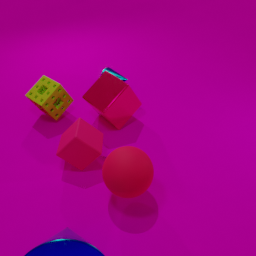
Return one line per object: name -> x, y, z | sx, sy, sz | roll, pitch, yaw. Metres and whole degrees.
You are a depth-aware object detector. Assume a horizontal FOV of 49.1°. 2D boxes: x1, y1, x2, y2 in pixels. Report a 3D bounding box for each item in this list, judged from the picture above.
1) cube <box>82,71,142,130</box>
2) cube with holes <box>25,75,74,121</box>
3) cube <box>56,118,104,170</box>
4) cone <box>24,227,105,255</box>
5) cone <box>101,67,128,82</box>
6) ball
cube -> -0.466, -0.832, 8.473 | 1.099, 1.099, 1.099 | -49, 54, -5
cube with holes -> -2.419, -0.930, 8.690 | 0.855, 0.855, 0.855 | 29, 74, 32
cube -> -1.218, 0.415, 7.223 | 0.825, 0.825, 0.825 | 37, 28, -25
cone -> -1.174, 2.330, 5.264 | 1.617, 1.617, 1.623 | -7, 14, -8
cone -> -0.350, -1.688, 9.755 | 0.863, 0.860, 0.860 | 7, 38, 35
ball -> 0.000, 0.978, 6.256 | 1.151, 1.151, 1.151 | 0, 40, 0
